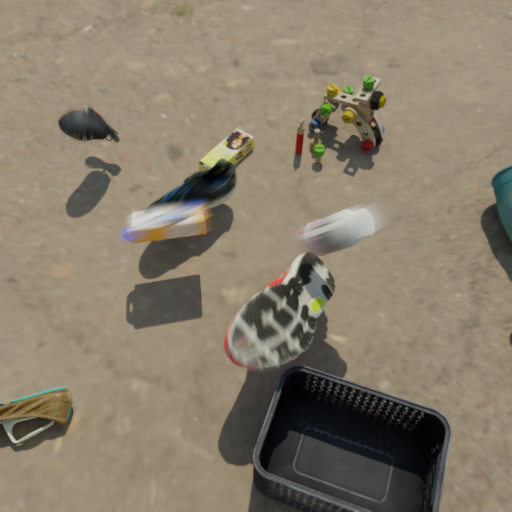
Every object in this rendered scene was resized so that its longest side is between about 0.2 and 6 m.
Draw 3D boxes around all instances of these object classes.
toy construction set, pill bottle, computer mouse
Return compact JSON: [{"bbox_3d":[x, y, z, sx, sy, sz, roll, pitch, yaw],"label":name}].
[{"bbox_3d":[1.893,-3.276,12.619,2.205,1.695,1.839,-30,62,-18],"label":"toy construction set"},{"bbox_3d":[1.349,-0.397,9.079,0.595,1.074,0.595,18,63,-41],"label":"pill bottle"},{"bbox_3d":[-3.539,-2.810,11.784,1.065,0.405,1.538,41,22,2],"label":"computer mouse"}]

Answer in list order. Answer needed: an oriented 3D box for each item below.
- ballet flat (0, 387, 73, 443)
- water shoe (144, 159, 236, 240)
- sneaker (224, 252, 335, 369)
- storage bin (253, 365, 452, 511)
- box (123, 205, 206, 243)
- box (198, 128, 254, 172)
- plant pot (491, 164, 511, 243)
[{"bbox_3d":[-4.170,2.750,9.363,2.166,0.734,0.783,-8,76,-10],"label":"ballet flat"},{"bbox_3d":[-1.399,-1.213,11.163,2.336,0.922,0.835,-36,68,-28],"label":"water shoe"},{"bbox_3d":[0.352,1.088,9.557,1.179,1.300,3.062,51,38,2],"label":"sneaker"},{"bbox_3d":[1.426,3.080,8.700,2.697,1.265,1.824,16,57,11],"label":"storage bin"},{"bbox_3d":[-1.670,-0.583,10.113,1.462,0.303,0.870,-6,25,-8],"label":"box"},{"bbox_3d":[-0.675,-2.310,12.786,0.531,0.354,1.411,32,63,20],"label":"box"},{"bbox_3d":[5.661,-0.873,11.179,1.689,1.689,1.587,3,72,2],"label":"plant pot"}]
